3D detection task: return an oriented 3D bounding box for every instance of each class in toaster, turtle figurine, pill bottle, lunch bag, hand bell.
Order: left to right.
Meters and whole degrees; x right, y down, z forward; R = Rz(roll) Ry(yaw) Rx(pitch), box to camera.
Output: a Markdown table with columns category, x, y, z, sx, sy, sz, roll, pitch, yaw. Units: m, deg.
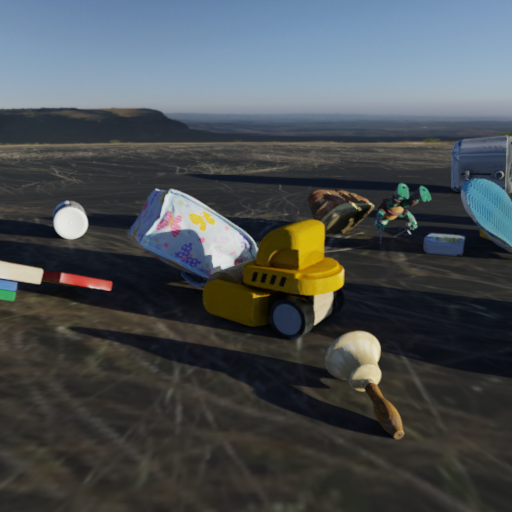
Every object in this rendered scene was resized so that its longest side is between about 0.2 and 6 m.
| category | x | y | z | sx | sy | sz | roll | pitch | yaw |
| --- | --- | --- | --- | --- | --- | --- | --- | --- | --- |
| pill bottle | -3.923 | -0.793 | 11.780 | 0.672 | 0.672 | 1.264 | -5 | 15 | -18 |
| lunch bag | -0.874 | -0.171 | 8.246 | 1.742 | 1.107 | 1.477 | 28 | -3 | -21 |
| hand bell | 1.009 | 1.166 | 4.800 | 0.546 | 0.546 | 1.049 | -3 | 27 | -12 |
| turtle figurine | 2.675 | -0.830 | 10.847 | 1.066 | 0.717 | 1.424 | -13 | -25 | -26 |
| toaster | 7.370 | -3.006 | 18.203 | 1.845 | 1.623 | 2.857 | 3 | 26 | 23 |

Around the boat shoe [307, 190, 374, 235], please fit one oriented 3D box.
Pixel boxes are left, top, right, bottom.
| category | x | y | z | sx | sy | sz | roll | pitch | yaw |
| --- | --- | --- | --- | --- | --- | --- | --- | --- | --- |
| boat shoe | 1.725 | -0.998 | 11.349 | 0.816 | 0.870 | 2.418 | 51 | 22 | 14 |

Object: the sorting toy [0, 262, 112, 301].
| category | x | y | z | sx | sy | sz | roll | pitch | yaw |
| --- | --- | --- | --- | --- | --- | --- | --- | --- | --- |
| sorting toy | -3.719 | 0.290 | 6.404 | 1.967 | 0.690 | 4.079 | 2 | -9 | 44 |

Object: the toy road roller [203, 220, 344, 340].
| category | x | y | z | sx | sy | sz | roll | pitch | yaw |
| --- | --- | --- | --- | --- | --- | --- | --- | --- | --- |
| toy road roller | 0.235 | 0.174 | 6.794 | 1.704 | 1.244 | 1.047 | 10 | 17 | 33 |

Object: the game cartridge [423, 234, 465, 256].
| category | x | y | z | sx | sy | sz | roll | pitch | yaw |
| --- | --- | --- | --- | --- | --- | --- | --- | --- | --- |
| game cartridge | 3.529 | -0.226 | 10.535 | 0.723 | 0.219 | 1.084 | 1 | 14 | 21 |

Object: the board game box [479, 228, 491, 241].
| category | x | y | z | sx | sy | sz | roll | pitch | yaw |
| --- | --- | --- | --- | --- | --- | --- | --- | --- | --- |
| board game box | 5.373 | -0.386 | 10.841 | 1.280 | 0.337 | 1.673 | -3 | 14 | -10 |

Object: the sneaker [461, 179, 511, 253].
| category | x | y | z | sx | sy | sz | roll | pitch | yaw |
| --- | --- | --- | --- | --- | --- | --- | --- | --- | --- |
| sneaker | 4.108 | -0.624 | 9.647 | 1.845 | 0.706 | 0.745 | 40 | 0 | -18 |
